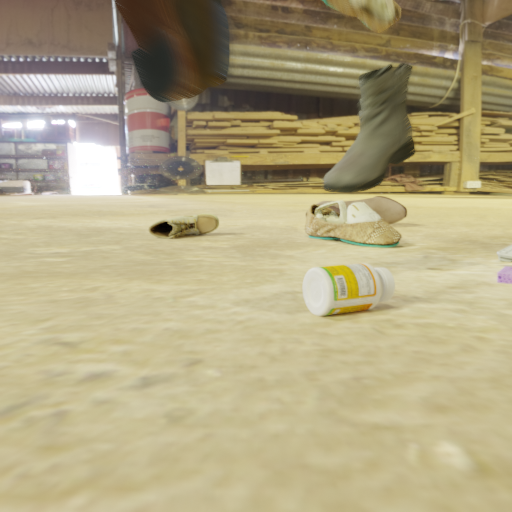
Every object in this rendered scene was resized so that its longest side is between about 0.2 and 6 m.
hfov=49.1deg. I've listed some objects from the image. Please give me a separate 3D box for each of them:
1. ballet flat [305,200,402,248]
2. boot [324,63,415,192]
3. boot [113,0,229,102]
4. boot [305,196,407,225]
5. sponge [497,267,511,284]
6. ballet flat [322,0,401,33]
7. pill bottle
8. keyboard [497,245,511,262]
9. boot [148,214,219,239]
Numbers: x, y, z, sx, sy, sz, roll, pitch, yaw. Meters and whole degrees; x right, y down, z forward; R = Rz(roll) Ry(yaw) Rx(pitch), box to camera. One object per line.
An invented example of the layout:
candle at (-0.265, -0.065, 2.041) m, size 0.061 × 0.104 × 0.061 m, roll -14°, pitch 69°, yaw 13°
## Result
ballet flat at (2.118, -0.797, 13.018) m, size 1.028 × 0.952 × 2.915 m, roll -14°, pitch 15°, yaw -35°
boot at (1.849, -2.198, 9.372) m, size 0.881 × 1.699 × 2.601 m, roll 11°, pitch 35°, yaw 38°
boot at (-1.017, -3.084, 6.694) m, size 0.898 × 2.403 × 1.165 m, roll -1°, pitch 15°, yaw 33°
boot at (2.903, -1.224, 16.894) m, size 2.657 × 0.933 × 1.943 m, roll 6°, pitch 16°, yaw 42°
sponge at (4.113, 0.319, 8.032) m, size 1.141 × 0.170 × 0.637 m, roll 5°, pitch 9°, yaw 34°
ballet flat at (1.409, -3.441, 7.425) m, size 0.511 × 0.552 × 1.564 m, roll -4°, pitch -3°, yaw 45°
pill bottle at (1.072, 0.366, 6.378) m, size 0.977 × 0.542 × 0.542 m, roll -4°, pitch 9°, yaw -27°
keyboard at (5.837, -0.160, 11.311) m, size 1.079 × 0.204 × 3.835 m, roll 6°, pitch 10°, yaw 34°
boot at (-1.807, -0.740, 14.139) m, size 1.541 × 0.555 × 1.192 m, roll -4°, pitch 6°, yaw 15°
